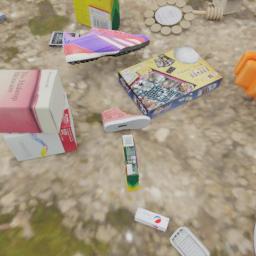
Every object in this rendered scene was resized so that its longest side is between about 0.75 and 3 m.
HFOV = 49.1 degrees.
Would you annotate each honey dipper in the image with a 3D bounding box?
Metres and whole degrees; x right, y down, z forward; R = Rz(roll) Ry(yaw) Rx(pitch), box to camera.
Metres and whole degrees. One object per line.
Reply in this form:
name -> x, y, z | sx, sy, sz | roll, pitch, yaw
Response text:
honey dipper -> 2.490, -4.668, 11.367 | 2.576, 0.489, 0.489 | 4, 56, 8

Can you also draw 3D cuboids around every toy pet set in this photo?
toy pet set -> 4.858, -5.956, 11.532 | 2.724, 1.549, 2.918 | -16, 57, -11

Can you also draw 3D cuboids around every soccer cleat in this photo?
soccer cleat -> -0.685, -2.866, 9.263 | 2.922, 1.069, 0.997 | -14, 12, -10

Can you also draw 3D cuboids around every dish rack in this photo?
dish rack -> 1.386, 2.624, 6.217 | 0.186, 0.735, 0.856 | -21, 57, -41

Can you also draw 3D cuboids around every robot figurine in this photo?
robot figurine -> 4.565, -1.440, 8.367 | 2.619, 1.884, 1.527 | 15, 100, -3

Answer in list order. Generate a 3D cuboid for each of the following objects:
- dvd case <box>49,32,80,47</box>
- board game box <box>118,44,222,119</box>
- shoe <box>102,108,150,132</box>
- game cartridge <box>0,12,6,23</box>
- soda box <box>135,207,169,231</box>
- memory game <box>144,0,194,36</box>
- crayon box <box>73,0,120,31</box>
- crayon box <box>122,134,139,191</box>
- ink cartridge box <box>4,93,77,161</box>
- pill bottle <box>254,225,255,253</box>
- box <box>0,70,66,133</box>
dvd case -> -2.403, -3.353, 10.617 | 1.036, 0.128, 0.779 | 3, 55, 1
board game box -> 1.352, -1.591, 9.192 | 2.814, 0.487, 1.906 | -24, 59, -16
shoe -> -0.073, -0.309, 8.313 | 1.404, 0.501, 0.638 | -9, 54, -8
game cartridge -> -5.802, -4.217, 11.118 | 1.062, 0.322, 1.593 | 24, 59, 20
soda box -> 0.571, 2.204, 6.751 | 0.789, 0.251, 0.269 | 17, 56, 11
memory game -> 1.631, -4.455, 11.180 | 2.013, 0.128, 2.013 | -2, 65, 5
crayon box -> -1.189, -4.919, 10.108 | 1.732, 2.728, 0.693 | 26, 60, 16
crayon box -> 0.057, 0.899, 7.189 | 0.333, 0.987, 1.144 | -5, 56, -3
ink cartridge box -> -2.376, -0.024, 7.683 | 1.685, 1.219, 1.224 | -12, 56, -8
pill bottle -> 4.218, 2.503, 5.773 | 2.699, 1.514, 1.514 | 12, 57, 8
box -> -2.588, -0.631, 6.699 | 1.908, 1.039, 1.220 | 0, 55, 2
